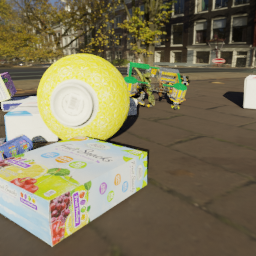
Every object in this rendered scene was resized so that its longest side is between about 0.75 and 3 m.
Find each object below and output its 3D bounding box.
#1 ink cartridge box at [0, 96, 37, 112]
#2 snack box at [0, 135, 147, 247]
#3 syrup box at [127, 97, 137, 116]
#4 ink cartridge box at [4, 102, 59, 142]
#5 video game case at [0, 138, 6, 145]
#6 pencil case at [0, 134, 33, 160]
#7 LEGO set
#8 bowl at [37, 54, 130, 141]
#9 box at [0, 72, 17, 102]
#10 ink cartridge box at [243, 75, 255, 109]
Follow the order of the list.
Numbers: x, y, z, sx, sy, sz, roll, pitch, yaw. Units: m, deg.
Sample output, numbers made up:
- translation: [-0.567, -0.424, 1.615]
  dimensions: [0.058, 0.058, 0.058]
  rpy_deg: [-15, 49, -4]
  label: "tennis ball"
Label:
- translation: [-4.140, -1.015, 11.447]
  dimensions: [1.949, 0.396, 1.953]
  rpy_deg: [-7, 13, -24]
  label: "ink cartridge box"
- translation: [-0.922, 0.758, 4.396]
  dimensions: [1.679, 0.674, 1.991]
  rpy_deg: [11, 18, 36]
  label: "snack box"
- translation: [-0.276, -0.888, 10.649]
  dimensions: [0.578, 0.598, 1.469]
  rpy_deg: [-6, 17, -29]
  label: "syrup box"
- translation: [-2.535, -0.284, 8.091]
  dimensions: [1.300, 0.761, 2.242]
  rpy_deg: [-2, 15, -6]
  label: "ink cartridge box"
- translation: [-3.391, 0.435, 6.721]
  dimensions: [0.705, 0.094, 0.987]
  rpy_deg: [-4, 15, -13]
  label: "video game case"
- translation: [-2.450, 0.467, 5.845]
  dimensions: [0.439, 0.489, 1.125]
  rpy_deg: [6, 17, 14]
  label: "pencil case"
- translation: [0.980, -1.476, 11.848]
  dimensions: [2.980, 1.726, 2.291]
  rpy_deg: [2, 39, -9]
  label: "LEGO set"
- translation: [-1.093, -0.574, 6.236]
  dimensions: [2.202, 2.202, 1.185]
  rpy_deg: [1, 10, 4]
  label: "bowl"
- translation: [-5.526, -1.396, 10.905]
  dimensions: [1.879, 0.908, 1.653]
  rpy_deg: [-20, 19, -7]
  label: "box"
- translation: [6.376, -1.422, 11.371]
  dimensions: [2.957, 1.233, 2.147]
  rpy_deg: [8, 17, 28]
  label: "ink cartridge box"
